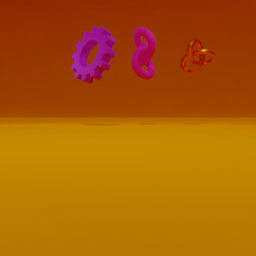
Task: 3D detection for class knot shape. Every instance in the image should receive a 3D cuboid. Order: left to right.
[{"bbox_3d":[0.617,-2.705,10.741,0.869,1.760,1.880,2,-17,4],"label":"knot shape"},{"bbox_3d":[2.841,-2.773,11.132,1.311,1.401,0.647,6,23,-10],"label":"knot shape"}]

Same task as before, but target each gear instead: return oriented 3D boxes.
[{"bbox_3d":[-1.224,-2.528,9.730,1.900,1.900,0.351,2,-11,43],"label":"gear"}]
